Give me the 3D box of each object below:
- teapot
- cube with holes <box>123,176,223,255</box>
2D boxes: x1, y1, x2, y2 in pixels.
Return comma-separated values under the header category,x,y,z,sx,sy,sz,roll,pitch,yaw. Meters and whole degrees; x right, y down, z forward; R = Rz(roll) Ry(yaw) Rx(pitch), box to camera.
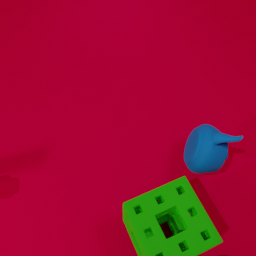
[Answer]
category,x,y,z,sx,sy,sz,roll,pitch,yaw
teapot,1.745,0.464,5.976,0.846,1.729,1.075,17,62,-5
cube with holes,0.791,2.073,5.738,1.368,1.368,1.368,-21,62,-13
